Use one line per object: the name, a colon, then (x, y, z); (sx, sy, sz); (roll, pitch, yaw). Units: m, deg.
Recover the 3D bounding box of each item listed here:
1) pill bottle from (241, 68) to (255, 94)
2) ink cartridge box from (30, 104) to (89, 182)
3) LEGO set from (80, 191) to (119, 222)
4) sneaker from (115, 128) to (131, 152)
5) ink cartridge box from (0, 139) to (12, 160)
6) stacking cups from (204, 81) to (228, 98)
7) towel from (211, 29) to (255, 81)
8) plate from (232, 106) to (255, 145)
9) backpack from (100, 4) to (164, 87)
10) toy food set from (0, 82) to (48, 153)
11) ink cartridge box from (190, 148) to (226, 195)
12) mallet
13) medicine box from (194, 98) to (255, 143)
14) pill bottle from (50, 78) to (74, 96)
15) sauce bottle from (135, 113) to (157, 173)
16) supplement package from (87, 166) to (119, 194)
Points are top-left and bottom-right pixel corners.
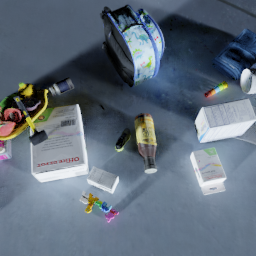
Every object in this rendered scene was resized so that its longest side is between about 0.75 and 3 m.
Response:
pill bottle: (5.779, -1.873, 10.955); (2.375, 1.319, 1.319); (-3, 62, -1)
ink cartridge box: (-2.411, 0.523, 9.850); (1.748, 1.013, 2.414); (-10, 62, -5)
LEGO set: (-1.052, 2.576, 9.048); (1.399, 0.534, 0.574); (27, 65, 15)
sneaker: (-0.172, 0.397, 10.276); (0.359, 0.393, 0.972); (20, 64, 10)
ink cartridge box: (-5.677, 0.547, 10.134); (2.730, 0.573, 1.629); (-12, 62, -4)
stacking cups: (3.570, -1.541, 11.358); (1.031, 0.312, 0.312); (-31, 66, -15)
towel: (4.873, -3.171, 12.045); (1.423, 0.618, 2.548); (41, 69, 19)
plate: (4.585, -0.113, 10.547); (1.520, 0.246, 1.517); (19, 71, 12)
backpack: (0.294, -3.182, 11.037); (1.958, 2.438, 2.665); (-23, 69, -11)
toy food set: (-4.025, -0.576, 9.541); (1.714, 0.951, 2.913); (17, 60, 39)
ink cartridge box: (2.794, 1.478, 9.645); (0.853, 0.490, 1.456); (-11, 63, -6)
mallet: (-3.191, -0.307, 9.242); (0.581, 0.363, 1.766); (-22, 83, -17)
medicine box: (3.311, -0.216, 9.750); (1.629, 1.484, 0.839); (-10, 69, -2)
pill bottle: (-2.674, -1.641, 11.299); (0.901, 0.500, 0.500); (-27, 65, -14)
sauce bottle: (0.684, 0.527, 10.029); (0.717, 0.717, 2.173); (-7, 62, -4)
supplement package: (-0.845, 1.757, 9.486); (0.935, 0.512, 0.532); (21, 64, 11)
